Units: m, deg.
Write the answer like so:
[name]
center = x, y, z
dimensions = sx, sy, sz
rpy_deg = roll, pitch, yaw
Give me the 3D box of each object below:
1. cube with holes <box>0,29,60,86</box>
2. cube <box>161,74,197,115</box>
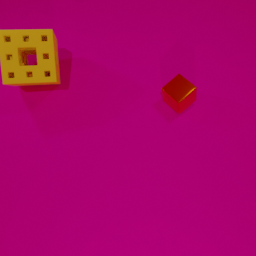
[cube with holes]
center = -2.738, -1.948, 7.997
dimensions = 1.378, 1.378, 1.378
rpy_deg = -4, 97, -9
[cube]
center = 1.494, -0.981, 8.160
dimensions = 0.718, 0.718, 0.718
rpy_deg = -40, 63, -8
